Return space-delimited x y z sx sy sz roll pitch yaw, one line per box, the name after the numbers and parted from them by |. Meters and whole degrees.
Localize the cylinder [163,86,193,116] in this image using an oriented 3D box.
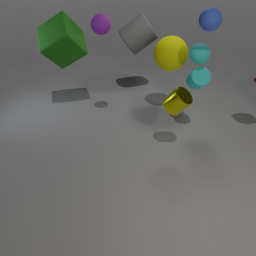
1.597 -0.867 9.024 0.700 0.700 0.700 19 52 -27 | cylinder

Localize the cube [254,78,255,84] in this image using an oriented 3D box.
5.236 -1.604 10.371 0.700 0.700 0.700 -33 34 18 | cube

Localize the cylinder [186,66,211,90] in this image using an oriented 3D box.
2.531 -1.790 10.107 0.700 0.700 0.700 -3 -4 -5 | cylinder

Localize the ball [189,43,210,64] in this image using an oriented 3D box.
2.456 -2.538 9.574 0.700 0.700 0.700 0 30 0 | ball

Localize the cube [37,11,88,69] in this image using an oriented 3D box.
-2.701 -3.592 11.550 1.400 1.400 1.400 -25 62 19 | cube

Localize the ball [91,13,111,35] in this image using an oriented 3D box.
-0.937 -3.583 9.684 0.700 0.700 0.700 0 30 0 | ball

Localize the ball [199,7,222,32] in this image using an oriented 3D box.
2.548 -3.355 8.661 0.700 0.700 0.700 0 30 0 | ball

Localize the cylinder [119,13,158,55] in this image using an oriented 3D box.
0.500 -4.489 13.416 1.400 1.400 1.400 -33 26 14 | cylinder

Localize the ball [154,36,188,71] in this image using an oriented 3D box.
1.762 -3.055 11.509 1.400 1.400 1.400 0 30 0 | ball
